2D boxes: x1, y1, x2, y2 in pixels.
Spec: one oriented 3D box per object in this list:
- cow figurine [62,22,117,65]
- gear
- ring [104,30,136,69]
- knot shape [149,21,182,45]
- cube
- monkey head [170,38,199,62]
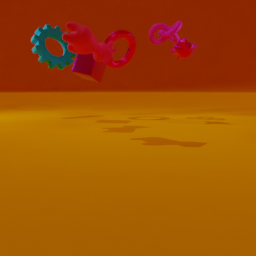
[{"bbox_3d":[-1.052,-2.413,8.084,1.408,0.785,1.431,15,-5,3],"label":"cow figurine"},{"bbox_3d":[-3.003,-3.310,11.465,1.809,1.809,0.335,-7,-8,-40],"label":"gear"},{"bbox_3d":[-0.352,-3.057,10.969,1.585,1.585,0.317,-7,39,-39],"label":"ring"},{"bbox_3d":[1.596,-3.764,10.995,1.345,0.621,1.259,-7,-4,-36],"label":"knot shape"},{"bbox_3d":[-1.336,-2.149,9.839,0.797,0.797,0.797,17,-3,22],"label":"cube"},{"bbox_3d":[1.819,-2.593,9.434,0.777,0.650,1.079,-48,10,-31],"label":"monkey head"}]
